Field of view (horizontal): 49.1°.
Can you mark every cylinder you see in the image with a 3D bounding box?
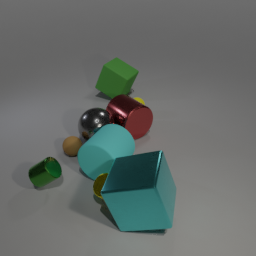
[{"bbox_3d":[-2.469,1.314,8.364,0.700,0.700,0.700,-30,25,19],"label":"cylinder"},{"bbox_3d":[-0.522,1.720,7.915,0.700,0.700,0.700,-14,54,20],"label":"cylinder"},{"bbox_3d":[-0.666,0.782,8.986,1.400,1.400,1.400,13,31,20],"label":"cylinder"},{"bbox_3d":[0.037,-0.461,11.098,1.400,1.400,1.400,-20,36,-29],"label":"cylinder"}]

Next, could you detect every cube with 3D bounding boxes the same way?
[{"bbox_3d":[0.351,1.618,7.228,1.400,1.400,1.400,-12,28,21],"label":"cube"},{"bbox_3d":[-0.545,-2.428,13.973,1.400,1.400,1.400,33,37,7],"label":"cube"}]

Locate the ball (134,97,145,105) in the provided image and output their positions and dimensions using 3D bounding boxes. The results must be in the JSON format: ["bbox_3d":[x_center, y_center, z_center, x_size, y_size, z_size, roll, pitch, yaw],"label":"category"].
[{"bbox_3d":[0.400,-1.007,12.453,0.700,0.700,0.700,0,31,0],"label":"ball"}]

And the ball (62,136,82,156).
[{"bbox_3d":[-1.978,0.634,9.975,0.700,0.700,0.700,0,31,0],"label":"ball"}]

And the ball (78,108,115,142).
[{"bbox_3d":[-1.168,-0.063,10.470,1.400,1.400,1.400,0,31,0],"label":"ball"}]
